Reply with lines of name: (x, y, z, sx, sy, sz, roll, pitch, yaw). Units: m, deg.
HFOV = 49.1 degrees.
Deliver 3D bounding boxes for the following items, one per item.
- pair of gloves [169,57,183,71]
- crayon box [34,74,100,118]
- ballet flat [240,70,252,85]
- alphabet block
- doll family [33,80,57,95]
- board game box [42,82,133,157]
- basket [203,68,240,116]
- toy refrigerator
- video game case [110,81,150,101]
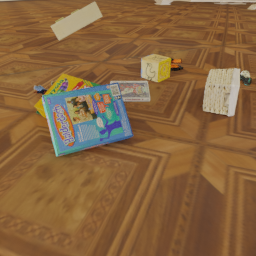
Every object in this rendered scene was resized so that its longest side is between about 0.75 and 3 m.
pair of gloves: (1.913, -3.332, 14.317, 1.741, 0.242, 1.954, 3, 30, 5)
crayon box: (-1.920, -0.875, 9.236, 2.534, 0.644, 1.609, 20, 65, 31)
ballet flat: (5.224, -2.289, 12.405, 0.412, 0.415, 1.213, 4, 31, -2)
alphabet block: (1.257, -2.707, 12.598, 0.980, 0.958, 0.963, 24, 40, 36)
doll family: (-2.894, -1.475, 10.938, 1.605, 0.630, 0.928, -26, 44, -28)
board game box: (-1.131, -0.280, 7.964, 2.215, 1.684, 0.498, -13, -7, -21)
basket: (3.383, -1.361, 10.118, 1.100, 1.209, 1.783, 8, 32, 17)
toy refrigerator: (-2.039, -4.246, 11.045, 1.951, 0.682, 0.740, -29, 24, 2)
video game case: (0.046, -1.523, 11.343, 1.607, 0.203, 1.763, 0, 31, 0)
